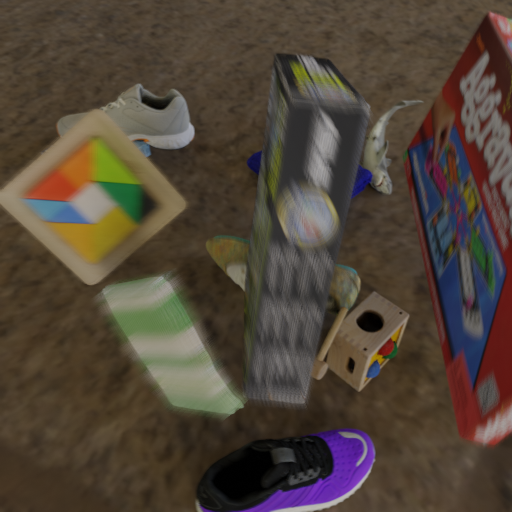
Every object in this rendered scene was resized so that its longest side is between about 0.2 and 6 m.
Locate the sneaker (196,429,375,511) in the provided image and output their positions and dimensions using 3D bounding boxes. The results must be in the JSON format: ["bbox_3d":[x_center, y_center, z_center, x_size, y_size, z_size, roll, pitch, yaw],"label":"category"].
[{"bbox_3d":[0.428,2.734,7.155,2.493,1.240,0.867,-15,50,-12],"label":"sneaker"}]

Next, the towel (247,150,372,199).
[{"bbox_3d":[1.097,-1.725,11.646,1.635,0.549,2.214,-37,58,-20],"label":"towel"}]

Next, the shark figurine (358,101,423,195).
[{"bbox_3d":[2.716,-2.302,11.827,0.867,2.078,1.242,13,2,-39],"label":"shark figurine"}]

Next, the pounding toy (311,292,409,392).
[{"bbox_3d":[1.493,1.356,8.222,0.763,1.465,1.668,36,57,27],"label":"pounding toy"}]

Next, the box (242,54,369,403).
[{"bbox_3d":[0.424,-0.484,7.105,0.797,3.601,2.885,6,26,-4],"label":"box"}]

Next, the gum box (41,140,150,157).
[{"bbox_3d":[-3.452,-2.219,12.121,1.493,0.391,1.757,34,56,26],"label":"gum box"}]

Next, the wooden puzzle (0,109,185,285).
[{"bbox_3d":[-2.169,-0.700,7.451,1.884,1.743,0.351,-38,22,8],"label":"wooden puzzle"}]

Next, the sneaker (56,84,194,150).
[{"bbox_3d":[-2.759,-2.979,11.658,2.838,1.305,1.074,-3,49,-3],"label":"sneaker"}]

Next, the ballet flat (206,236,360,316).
[{"bbox_3d":[0.335,0.376,9.522,2.806,0.992,0.992,14,50,12],"label":"ballet flat"}]

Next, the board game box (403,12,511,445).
[{"bbox_3d":[2.971,-0.680,7.105,0.510,2.698,5.241,14,45,-10],"label":"board game box"}]

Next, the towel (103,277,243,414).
[{"bbox_3d":[-1.028,1.075,6.594,1.395,1.829,0.214,-10,25,48],"label":"towel"}]
